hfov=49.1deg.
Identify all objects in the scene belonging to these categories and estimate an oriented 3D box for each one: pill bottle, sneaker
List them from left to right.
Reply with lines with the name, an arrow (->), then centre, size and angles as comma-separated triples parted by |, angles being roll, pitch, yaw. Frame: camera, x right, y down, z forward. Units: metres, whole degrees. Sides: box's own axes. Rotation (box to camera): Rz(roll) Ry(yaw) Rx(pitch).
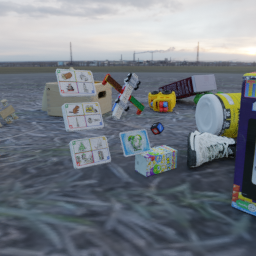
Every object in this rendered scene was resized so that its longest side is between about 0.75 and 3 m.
sneaker -> 2.122, 0.475, 6.952 | 1.168, 0.766, 2.030 | 3, 12, 20
pill bottle -> 3.686, -0.433, 9.166 | 2.597, 1.445, 1.445 | -4, 15, -14

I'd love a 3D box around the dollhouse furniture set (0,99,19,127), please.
dollhouse furniture set -> -4.775, -0.492, 10.727 | 0.646, 0.853, 0.973 | 13, 46, 46

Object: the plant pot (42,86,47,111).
plant pot -> -3.727, -1.583, 14.003 | 1.239, 1.323, 1.239 | -1, 14, 0

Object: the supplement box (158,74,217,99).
supplement box -> 3.269, -2.213, 15.772 | 1.613, 0.902, 2.964 | -10, -1, -33

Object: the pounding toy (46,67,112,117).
pounding toy -> -2.276, -1.766, 13.258 | 2.630, 2.031, 2.857 | 5, 15, 19

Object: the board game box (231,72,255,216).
board game box -> 2.983, 0.453, 3.870 | 0.796, 2.321, 2.808 | -14, 21, -42

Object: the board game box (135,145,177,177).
board game box -> 0.655, 0.746, 6.494 | 0.890, 0.467, 0.459 | -10, 18, -33

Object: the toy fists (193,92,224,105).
toy fists -> 4.597, -1.464, 14.654 | 2.299, 0.790, 1.172 | -3, 14, -7

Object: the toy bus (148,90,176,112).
toy bus -> 1.576, -1.182, 13.621 | 1.354, 0.919, 1.300 | 2, 30, 16

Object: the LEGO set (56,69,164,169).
LEGO set -> -0.318, -0.272, 6.214 | 2.622, 1.959, 0.644 | -8, -8, -41
